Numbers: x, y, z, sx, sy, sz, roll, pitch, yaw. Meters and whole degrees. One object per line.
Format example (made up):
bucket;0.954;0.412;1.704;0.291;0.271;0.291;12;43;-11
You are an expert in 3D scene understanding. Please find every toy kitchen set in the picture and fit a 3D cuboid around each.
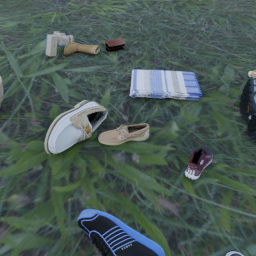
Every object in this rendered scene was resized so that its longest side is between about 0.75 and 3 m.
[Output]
toy kitchen set;-3.641;-4.181;13.814;1.287;0.947;1.607;25;26;27

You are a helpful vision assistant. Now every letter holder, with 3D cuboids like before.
letter holder;-0.602;-4.012;13.744;0.898;0.451;0.638;-17;45;-19

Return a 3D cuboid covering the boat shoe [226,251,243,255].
boat shoe;2.250;3.177;5.094;0.746;0.690;2.020;3;40;3

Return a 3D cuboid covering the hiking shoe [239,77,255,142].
hiking shoe;4.582;-0.582;9.405;1.243;1.066;2.866;9;51;0

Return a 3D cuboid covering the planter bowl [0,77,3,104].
planter bowl;-5.122;-1.074;9.771;1.653;1.112;1.653;0;40;0

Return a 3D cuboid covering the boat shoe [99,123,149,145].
boat shoe;-0.133;0.132;8.803;1.620;0.523;0.577;-8;41;-10

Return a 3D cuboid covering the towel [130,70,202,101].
towel;1.442;-1.755;11.198;2.731;0.325;2.005;2;38;0

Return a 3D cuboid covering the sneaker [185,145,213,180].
sneaker;2.075;0.758;7.852;0.525;0.802;1.388;21;44;22

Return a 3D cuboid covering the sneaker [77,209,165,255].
sneaker;-0.305;2.475;5.888;2.098;0.736;0.817;20;37;20

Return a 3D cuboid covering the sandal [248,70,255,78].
sandal;5.356;-2.171;11.559;0.514;0.461;1.402;6;41;7

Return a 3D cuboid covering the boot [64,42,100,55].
boot;-2.212;-3.764;13.449;1.387;0.459;1.215;14;42;15

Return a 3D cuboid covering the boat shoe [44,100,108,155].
boat shoe;-1.542;-0.079;8.719;0.876;0.958;2.562;12;41;22
